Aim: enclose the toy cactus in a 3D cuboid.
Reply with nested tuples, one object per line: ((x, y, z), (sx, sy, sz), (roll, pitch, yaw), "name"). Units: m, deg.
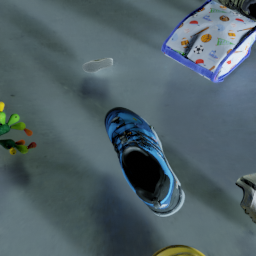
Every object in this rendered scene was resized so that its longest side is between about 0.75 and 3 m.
((-2.946, 0.147, 6.409), (1.234, 1.496, 0.765), (-38, 16, 12), "toy cactus")

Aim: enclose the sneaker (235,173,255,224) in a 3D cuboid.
((2.564, 1.664, 5.478), (0.632, 0.582, 1.579), (-13, 68, 11), "sneaker")

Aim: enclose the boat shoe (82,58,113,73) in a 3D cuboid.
((-0.879, -1.855, 8.192), (0.907, 0.334, 0.291), (-16, 26, 5), "boat shoe")

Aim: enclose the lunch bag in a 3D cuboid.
((2.288, -2.337, 7.949), (1.864, 1.358, 2.193), (37, 62, 24), "lunch bag")

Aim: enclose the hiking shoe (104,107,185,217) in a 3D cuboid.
((0.217, 0.415, 5.643), (1.016, 1.184, 2.731), (-36, 56, 3), "hiking shoe")

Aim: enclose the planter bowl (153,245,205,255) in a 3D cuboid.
((0.986, 2.686, 4.445), (1.562, 0.650, 1.562), (6, 66, -13), "planter bowl")

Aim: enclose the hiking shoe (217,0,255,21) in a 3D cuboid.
((3.851, -4.199, 9.117), (2.557, 0.968, 1.287), (34, 27, 14), "hiking shoe")
